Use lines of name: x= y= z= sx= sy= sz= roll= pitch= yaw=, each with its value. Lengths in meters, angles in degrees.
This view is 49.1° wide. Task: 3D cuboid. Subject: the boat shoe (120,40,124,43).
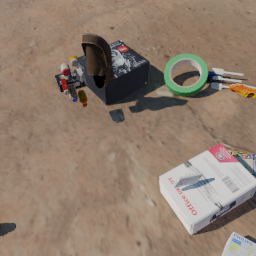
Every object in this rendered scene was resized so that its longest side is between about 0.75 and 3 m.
boat shoe: x=-1.143 y=-3.959 z=14.575 sx=0.797 sy=0.809 sz=2.282 roll=34 pitch=63 yaw=23

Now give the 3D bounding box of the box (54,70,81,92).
box: x=-2.826 y=-2.217 z=13.191 sx=1.022 sy=0.440 sz=0.837 roll=-19 pitch=50 yaw=-16

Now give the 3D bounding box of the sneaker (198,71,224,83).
sneaker: x=3.932 y=-2.417 z=13.397 sx=1.343 sy=0.523 sz=0.471 roll=8 pitch=25 yaw=-22

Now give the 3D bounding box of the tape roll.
tape roll: x=2.639 y=-2.428 z=12.811 sx=1.957 sy=0.470 sz=1.957 roll=-3 pitch=73 yaw=11

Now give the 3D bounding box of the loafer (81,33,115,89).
loafer: x=-1.050 y=-2.285 z=10.047 sx=0.917 sy=2.510 sz=0.891 roll=10 pitch=64 yaw=19

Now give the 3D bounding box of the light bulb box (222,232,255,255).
light bulb box: x=3.141 y=3.741 z=7.612 sx=1.178 sy=0.742 sz=1.189 roll=25 pitch=52 yaw=22

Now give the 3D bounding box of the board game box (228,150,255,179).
board game box: x=4.198 y=1.360 z=10.050 sx=1.343 sy=0.311 sz=1.017 roll=10 pitch=49 yaw=9

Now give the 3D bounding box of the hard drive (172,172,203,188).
hard drive: x=1.716 y=1.504 z=8.074 sx=0.802 sy=0.529 sz=0.105 roll=-6 pitch=53 yaw=-23

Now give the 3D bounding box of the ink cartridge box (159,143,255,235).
ink cartridge box: x=2.479 y=1.886 z=8.910 sx=2.476 sy=1.044 sz=1.792 roll=-26 pitch=53 yaw=-13

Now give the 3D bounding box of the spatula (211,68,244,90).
spatula: x=4.678 y=-2.241 z=13.178 sx=1.500 sy=0.120 sz=1.043 roll=9 pitch=74 yaw=-1

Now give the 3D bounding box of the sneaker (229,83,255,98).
sneaker: x=5.233 y=-1.688 z=12.702 sx=1.292 sy=0.472 sz=0.498 roll=14 pitch=72 yaw=13

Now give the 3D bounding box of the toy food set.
toy food set: x=-1.950 y=-1.619 z=10.184 sx=0.863 sy=1.809 sz=0.814 roll=-12 pitch=45 yaw=-13

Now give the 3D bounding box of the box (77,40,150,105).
box: x=-0.678 y=-2.634 z=12.967 sx=2.536 sy=1.320 sz=2.310 roll=-31 pitch=56 yaw=-25
